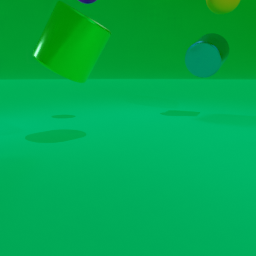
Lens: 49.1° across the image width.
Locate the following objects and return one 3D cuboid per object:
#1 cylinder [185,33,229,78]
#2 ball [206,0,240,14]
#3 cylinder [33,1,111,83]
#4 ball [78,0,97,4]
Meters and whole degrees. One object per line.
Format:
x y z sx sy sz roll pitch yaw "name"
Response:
2.751 -2.526 9.711 1.228 1.228 1.228 6 32 30 "cylinder"
2.877 -3.973 8.452 1.013 1.013 1.013 0 11 0 "ball"
-1.135 -1.721 5.710 1.196 1.196 1.196 29 13 -8 "cylinder"
-1.149 -3.922 7.792 0.862 0.862 0.862 0 11 0 "ball"
